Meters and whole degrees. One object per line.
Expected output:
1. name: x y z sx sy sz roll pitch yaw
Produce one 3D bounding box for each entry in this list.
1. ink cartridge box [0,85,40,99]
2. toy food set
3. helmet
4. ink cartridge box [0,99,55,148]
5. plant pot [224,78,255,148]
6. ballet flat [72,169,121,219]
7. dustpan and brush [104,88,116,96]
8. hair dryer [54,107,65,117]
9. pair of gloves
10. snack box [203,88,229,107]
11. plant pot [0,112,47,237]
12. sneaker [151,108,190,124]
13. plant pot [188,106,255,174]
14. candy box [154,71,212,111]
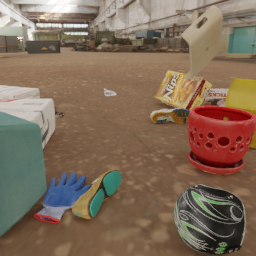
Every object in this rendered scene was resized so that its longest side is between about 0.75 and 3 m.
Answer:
1. ink cartridge box: -5.091 -1.204 11.934 2.161 0.911 1.564 7 20 20
2. toy food set: 2.527 -2.928 9.916 1.603 2.234 0.675 -44 60 -10
3. helmet: 1.194 1.393 4.311 0.970 1.017 1.017 13 20 5
4. ink cartridge box: -3.363 0.002 8.043 2.007 1.168 2.755 -1 18 -2
5. plant pot: 3.749 -0.329 8.407 1.783 1.782 1.572 14 34 35
6. ballet flat: -0.610 1.233 5.538 0.468 0.510 1.486 -6 14 24
7. dustpan and brush: -1.089 -1.945 15.121 0.634 0.260 0.908 -11 22 -29
8. hair dryer: -3.173 -0.625 11.195 0.882 0.315 1.158 -18 25 -40
9. pair of gloves: -1.845 1.302 5.709 2.018 0.230 1.622 5 19 11
10. snack box: 4.524 -1.131 11.649 2.689 0.967 0.327 2 19 5
11. plant pot: -2.913 0.785 4.280 2.115 2.114 2.993 16 24 38
12. sneaker: 1.623 -0.527 10.484 1.566 0.589 0.690 0 19 -1
13. plant pot: 2.236 0.273 6.873 1.537 1.400 1.537 0 19 0
14. candy box: 2.284 -1.593 12.153 0.682 1.424 2.467 28 3 -32
